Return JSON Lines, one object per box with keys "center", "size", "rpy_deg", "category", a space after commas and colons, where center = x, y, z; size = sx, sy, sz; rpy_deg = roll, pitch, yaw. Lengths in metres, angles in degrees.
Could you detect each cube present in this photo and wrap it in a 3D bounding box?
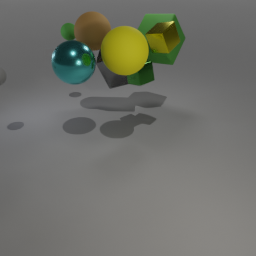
{"center": [1.109, -2.856, 8.864], "size": [0.700, 0.700, 0.700], "rpy_deg": [17, 56, 44], "category": "cube"}
{"center": [0.422, -1.955, 9.920], "size": [0.700, 0.700, 0.700], "rpy_deg": [-27, 29, -31], "category": "cube"}
{"center": [1.262, -3.578, 11.318], "size": [1.400, 1.400, 1.400], "rpy_deg": [16, 74, 35], "category": "cube"}
{"center": [-0.324, -2.716, 11.611], "size": [1.400, 1.400, 1.400], "rpy_deg": [-11, 44, 19], "category": "cube"}

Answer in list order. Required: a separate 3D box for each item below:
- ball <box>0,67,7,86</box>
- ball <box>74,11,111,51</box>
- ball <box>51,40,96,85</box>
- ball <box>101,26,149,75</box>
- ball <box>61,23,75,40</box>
{"center": [-4.455, -1.751, 9.400], "size": [0.700, 0.700, 0.700], "rpy_deg": [0, 28, 0], "category": "ball"}
{"center": [-1.325, -3.643, 10.566], "size": [1.400, 1.400, 1.400], "rpy_deg": [0, 28, 0], "category": "ball"}
{"center": [-1.737, -2.094, 8.989], "size": [1.400, 1.400, 1.400], "rpy_deg": [0, 28, 0], "category": "ball"}
{"center": [-0.096, -2.267, 8.261], "size": [1.400, 1.400, 1.400], "rpy_deg": [0, 28, 0], "category": "ball"}
{"center": [-2.452, -4.013, 11.674], "size": [0.700, 0.700, 0.700], "rpy_deg": [0, 28, 0], "category": "ball"}
